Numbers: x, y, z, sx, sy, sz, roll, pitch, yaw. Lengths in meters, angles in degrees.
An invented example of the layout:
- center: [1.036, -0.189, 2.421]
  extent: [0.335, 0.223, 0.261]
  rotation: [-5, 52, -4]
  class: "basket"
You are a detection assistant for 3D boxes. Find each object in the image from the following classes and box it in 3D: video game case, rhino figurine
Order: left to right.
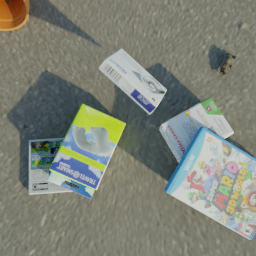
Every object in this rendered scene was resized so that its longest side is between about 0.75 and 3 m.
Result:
- center: [-2.048, 1.098, 8.315]
  extent: [1.759, 0.194, 1.603]
  rotation: [-4, 78, -1]
  class: "video game case"
- center: [2.709, 1.542, 7.756]
  extent: [2.853, 0.254, 2.042]
  rotation: [30, 88, -7]
  class: "video game case"
- center: [3.135, -2.006, 8.919]
  extent: [0.370, 0.253, 0.847]
  rotation: [24, 81, 19]
  class: "rhino figurine"

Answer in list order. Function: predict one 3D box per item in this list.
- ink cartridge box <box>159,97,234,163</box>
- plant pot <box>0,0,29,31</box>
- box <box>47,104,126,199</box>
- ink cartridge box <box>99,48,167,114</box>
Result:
- center: [1.959, 0.088, 8.248]
  extent: [1.725, 0.725, 1.249]
  rotation: [-29, 80, -6]
  class: "ink cartridge box"
- center: [-4.021, -4.255, 8.634]
  extent: [2.020, 2.020, 1.414]
  rotation: [-1, 62, 0]
  class: "plant pot"
- center: [-1.189, 0.659, 8.041]
  extent: [1.443, 0.564, 2.367]
  rotation: [24, 75, -2]
  class: "box"
- center: [0.242, -1.295, 7.115]
  extent: [1.657, 1.660, 0.337]
  rotation: [41, 122, -6]
  class: "ink cartridge box"
